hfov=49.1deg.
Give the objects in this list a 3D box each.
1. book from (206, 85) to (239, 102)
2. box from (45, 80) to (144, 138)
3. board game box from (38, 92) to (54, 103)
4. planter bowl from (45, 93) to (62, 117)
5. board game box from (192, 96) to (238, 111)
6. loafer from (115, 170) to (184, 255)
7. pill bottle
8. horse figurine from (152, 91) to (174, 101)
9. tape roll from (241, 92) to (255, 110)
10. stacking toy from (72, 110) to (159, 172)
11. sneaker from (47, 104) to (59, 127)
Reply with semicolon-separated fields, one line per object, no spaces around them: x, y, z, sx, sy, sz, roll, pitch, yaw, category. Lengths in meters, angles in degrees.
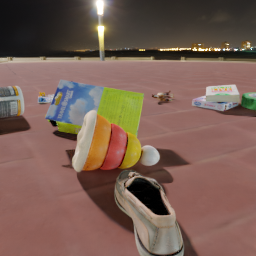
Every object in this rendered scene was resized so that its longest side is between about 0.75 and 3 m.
4.796;-1.740;14.383;1.536;0.552;2.299;2;19;15;book
-1.013;-0.563;9.171;2.865;0.683;1.747;10;56;2;box
-4.089;-1.818;16.130;2.106;0.272;2.106;-5;17;-15;board game box
-2.389;-1.096;12.424;2.599;1.083;2.599;0;18;0;planter bowl
4.472;-1.315;14.343;1.716;0.354;1.720;15;23;40;board game box
0.338;1.274;5.109;0.945;0.826;2.628;-4;18;-13;loafer
-5.685;-1.044;11.799;2.283;1.329;1.329;-10;20;-32;pill bottle
2.002;-1.784;15.752;1.131;0.426;1.707;4;18;13;horse figurine
6.956;-1.336;14.073;2.349;0.565;2.349;0;18;0;tape roll
-0.228;0.555;7.210;2.165;1.582;1.582;16;14;-14;stacking toy
-1.804;-0.159;10.284;2.516;0.902;1.042;12;53;23;sneaker
